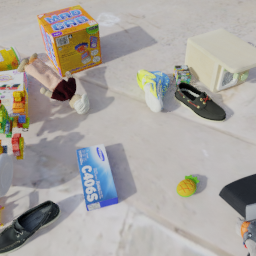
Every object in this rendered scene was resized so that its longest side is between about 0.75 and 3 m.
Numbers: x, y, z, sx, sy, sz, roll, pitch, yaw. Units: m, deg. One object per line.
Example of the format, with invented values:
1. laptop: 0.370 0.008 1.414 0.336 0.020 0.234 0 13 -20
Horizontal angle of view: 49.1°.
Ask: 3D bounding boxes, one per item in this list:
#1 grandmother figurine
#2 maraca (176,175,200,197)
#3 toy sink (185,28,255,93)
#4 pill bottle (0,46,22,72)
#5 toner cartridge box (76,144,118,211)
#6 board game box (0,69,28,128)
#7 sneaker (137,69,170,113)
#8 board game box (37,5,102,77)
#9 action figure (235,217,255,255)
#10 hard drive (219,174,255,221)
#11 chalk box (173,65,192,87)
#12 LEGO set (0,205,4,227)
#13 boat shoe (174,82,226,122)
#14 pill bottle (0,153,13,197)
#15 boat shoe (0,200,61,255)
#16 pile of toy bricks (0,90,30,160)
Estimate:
1. grandmother figurine: -2.658 -1.629 10.787 2.909 0.881 1.764 40 53 -5
2. maraca: 1.863 1.801 8.724 0.598 0.467 0.872 19 50 32
3. toy sink: 4.056 -2.717 11.895 1.909 1.641 2.929 -21 47 -18
4. pill bottle: -5.719 -2.925 12.505 1.737 0.965 0.965 -27 54 -21
5. toner cartridge box: -1.026 1.518 8.976 0.988 0.449 2.080 -12 50 -10
6. board game box: -5.191 -1.158 11.210 2.227 0.587 2.911 -10 50 -8
7. sneaker: 1.257 -1.668 11.430 1.311 0.946 2.497 -11 49 -10
8. board game box: -2.595 -3.952 12.669 2.053 2.051 2.051 -24 53 -20
9. action figure: 3.910 2.729 7.326 2.159 1.167 2.232 2 37 40
10. hard drive: 3.962 1.895 8.289 2.119 0.448 1.429 -13 24 -15
11. chalk box: 2.352 -2.181 12.109 0.606 0.602 0.971 -3 50 -4
12. LEGO set: -4.199 2.265 8.145 0.883 0.714 1.919 -29 55 -21
13. boat shoe: 2.838 -1.014 11.034 2.300 0.721 0.842 37 58 26
14. pill bottle: -4.571 1.277 7.927 2.244 1.259 1.259 4 49 -3
15. boat shoe: -2.859 2.701 7.797 2.033 0.674 0.760 -26 54 -21
16. pile of toy bricks: -4.065 -0.298 9.192 1.457 1.297 2.627 -4 65 -8
